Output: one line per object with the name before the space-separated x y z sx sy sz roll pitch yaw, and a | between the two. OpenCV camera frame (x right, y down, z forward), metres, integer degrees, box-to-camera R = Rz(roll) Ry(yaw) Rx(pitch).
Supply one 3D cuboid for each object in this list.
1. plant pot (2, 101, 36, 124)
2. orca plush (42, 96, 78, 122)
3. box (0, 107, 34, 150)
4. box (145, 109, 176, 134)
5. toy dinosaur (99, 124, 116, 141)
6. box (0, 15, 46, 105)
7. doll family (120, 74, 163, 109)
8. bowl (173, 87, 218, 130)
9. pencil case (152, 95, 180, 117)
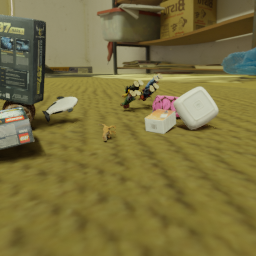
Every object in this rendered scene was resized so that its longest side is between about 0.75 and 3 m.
plant pot | -3.305 -0.392 8.455 0.994 0.994 0.984 -4 19 -17
orca plush | -2.211 -0.570 9.172 0.699 0.472 1.328 33 47 3
box | -3.549 0.163 5.973 2.760 0.550 1.890 -14 18 -22
box | 0.981 -0.214 8.399 0.620 0.433 0.814 9 29 34
toy dinosaur | -0.559 0.024 7.481 0.457 0.260 0.860 2 28 -9
box | -3.894 -2.073 8.105 2.955 2.331 0.754 10 18 9
doll family | 0.548 -1.532 11.900 2.302 0.903 1.330 -17 -19 -28
bowl | 2.057 -0.636 8.327 1.114 1.113 0.416 -31 -10 -6
pencil case | 1.668 -0.707 9.951 1.606 0.752 0.729 1 -30 -23
